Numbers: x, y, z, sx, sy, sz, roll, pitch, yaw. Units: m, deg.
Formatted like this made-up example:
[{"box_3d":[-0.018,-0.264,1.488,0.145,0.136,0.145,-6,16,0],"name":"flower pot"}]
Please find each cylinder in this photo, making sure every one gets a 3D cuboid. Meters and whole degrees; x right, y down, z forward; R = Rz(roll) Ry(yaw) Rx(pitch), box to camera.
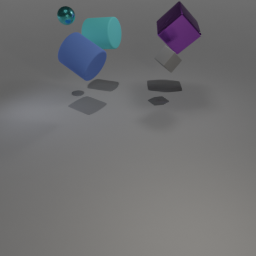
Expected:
[{"box_3d":[-1.216,-4.409,13.076,1.400,1.400,1.400,7,31,23],"name":"cylinder"},{"box_3d":[-1.810,-2.833,11.164,1.400,1.400,1.400,37,40,9],"name":"cylinder"}]

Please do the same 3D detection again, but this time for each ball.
[{"box_3d":[-2.443,-4.438,11.069,0.700,0.700,0.700,0,30,0],"name":"ball"}]

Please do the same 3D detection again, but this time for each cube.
[{"box_3d":[2.276,-4.531,12.726,1.400,1.400,1.400,-35,34,31],"name":"cube"},{"box_3d":[1.703,-2.910,11.857,0.700,0.700,0.700,26,19,-49],"name":"cube"}]
